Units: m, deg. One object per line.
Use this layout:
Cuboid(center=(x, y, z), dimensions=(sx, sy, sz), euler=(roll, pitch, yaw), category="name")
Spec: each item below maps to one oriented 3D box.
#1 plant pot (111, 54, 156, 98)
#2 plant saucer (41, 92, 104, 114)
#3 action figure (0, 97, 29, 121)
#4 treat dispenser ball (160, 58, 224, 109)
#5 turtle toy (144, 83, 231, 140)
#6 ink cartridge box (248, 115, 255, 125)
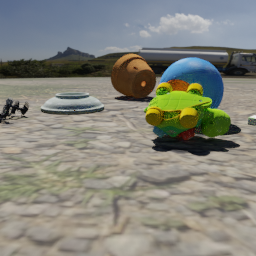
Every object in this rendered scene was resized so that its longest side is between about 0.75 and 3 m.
Cuboid(center=(0.542, -3.176, 18.083), dimensions=(2.759, 2.759, 1.931), euler=(-8, 31, -31), category="plant pot")
Cuboid(center=(-2.609, -1.255, 13.280), dimensions=(2.975, 0.747, 2.975), euler=(0, 13, 0), category="plant saucer")
Cuboid(center=(-4.806, -0.790, 10.765), dimensions=(1.128, 0.968, 1.897), euler=(16, 16, 19), category="action figure")
Cuboid(center=(2.319, -1.398, 10.419), dimensions=(2.363, 2.363, 2.363), euler=(0, 13, 0), category="treat dispenser ball")
Cuboid(center=(1.634, -0.346, 7.941), dimensions=(2.449, 1.238, 1.785), euler=(6, 39, 19), category="turtle toy")
Cuboid(center=(4.644, -0.286, 10.038), dimensions=(0.439, 0.252, 0.750), euler=(11, 17, 40), category="ink cartridge box")
